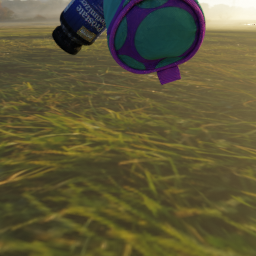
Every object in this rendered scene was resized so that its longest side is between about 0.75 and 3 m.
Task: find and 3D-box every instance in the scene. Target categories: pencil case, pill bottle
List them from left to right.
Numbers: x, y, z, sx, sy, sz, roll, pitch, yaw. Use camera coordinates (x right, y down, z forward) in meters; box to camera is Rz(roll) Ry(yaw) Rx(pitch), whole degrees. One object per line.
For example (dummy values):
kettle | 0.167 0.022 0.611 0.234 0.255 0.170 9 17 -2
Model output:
pill bottle | -1.309 -3.616 9.118 2.505 1.401 1.401 -39 7 27
pencil case | 0.192 -2.050 4.133 1.212 1.316 2.847 -14 50 6
